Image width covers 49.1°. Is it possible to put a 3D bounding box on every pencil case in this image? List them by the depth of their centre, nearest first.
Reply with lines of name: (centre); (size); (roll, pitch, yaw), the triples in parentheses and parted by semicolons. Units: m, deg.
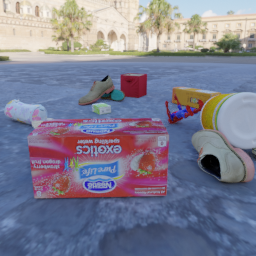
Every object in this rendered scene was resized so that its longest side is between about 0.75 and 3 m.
pencil case: (-4.017, -0.611, 11.017); (1.852, 0.840, 0.770); (14, -18, 34)

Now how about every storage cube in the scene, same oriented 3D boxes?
storage cube: (0.341, -2.561, 16.738); (1.234, 1.298, 1.444); (8, 19, 25)

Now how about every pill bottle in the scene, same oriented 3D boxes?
pill bottle: (3.074, -0.298, 8.502); (1.496, 1.496, 2.693); (0, 5, 0)

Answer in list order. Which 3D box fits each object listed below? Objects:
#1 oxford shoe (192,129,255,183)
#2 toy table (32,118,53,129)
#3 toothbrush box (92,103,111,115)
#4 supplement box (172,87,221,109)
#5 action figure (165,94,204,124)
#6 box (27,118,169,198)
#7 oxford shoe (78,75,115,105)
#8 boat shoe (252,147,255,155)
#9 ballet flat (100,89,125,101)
oxford shoe: (2.073, 0.606, 7.000); (0.865, 0.829, 2.342); (-6, 17, -13)
toy table: (-1.966, 0.223, 7.758); (1.465, 0.858, 1.347); (1, -5, -9)
toothbrush box: (-1.213, -0.889, 12.782); (0.593, 0.350, 0.814); (-11, 21, -30)
supplement box: (3.350, -1.494, 13.962); (0.878, 0.849, 2.553); (-8, 19, -33)
action figure: (1.879, -0.820, 10.360); (0.768, 1.164, 2.352); (-22, -5, -14)
box: (-0.562, 0.596, 6.026); (2.750, 1.371, 1.313); (0, 17, -1)
oxford shoe: (-1.769, -2.012, 14.817); (0.848, 0.900, 2.406); (12, 40, 42)
boat shoe: (4.548, 0.399, 7.765); (2.494, 0.776, 0.930); (-6, 19, -15)
ballet flat: (-0.821, -1.813, 15.656); (1.960, 0.665, 0.709); (7, -2, 34)
